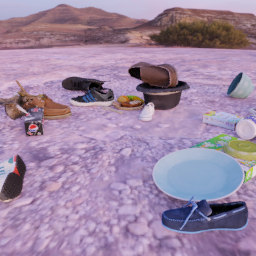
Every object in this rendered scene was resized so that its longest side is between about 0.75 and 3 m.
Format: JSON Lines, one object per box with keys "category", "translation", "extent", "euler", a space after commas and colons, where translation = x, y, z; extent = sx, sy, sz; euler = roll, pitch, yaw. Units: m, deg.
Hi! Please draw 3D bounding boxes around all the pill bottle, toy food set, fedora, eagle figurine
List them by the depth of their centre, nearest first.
{"category": "pill bottle", "translation": [4.394, -0.077, 9.878], "extent": [0.716, 0.716, 1.196], "euler": [19, 28, 41]}
{"category": "eagle figurine", "translation": [-4.446, -0.950, 10.675], "extent": [1.709, 1.297, 1.290], "euler": [-23, 10, 12]}
{"category": "fedora", "translation": [1.626, -1.513, 13.149], "extent": [2.521, 1.151, 2.521], "euler": [-3, 21, 1]}
{"category": "toy food set", "translation": [0.000, -1.232, 13.407], "extent": [1.550, 0.451, 2.245], "euler": [19, 27, 41]}

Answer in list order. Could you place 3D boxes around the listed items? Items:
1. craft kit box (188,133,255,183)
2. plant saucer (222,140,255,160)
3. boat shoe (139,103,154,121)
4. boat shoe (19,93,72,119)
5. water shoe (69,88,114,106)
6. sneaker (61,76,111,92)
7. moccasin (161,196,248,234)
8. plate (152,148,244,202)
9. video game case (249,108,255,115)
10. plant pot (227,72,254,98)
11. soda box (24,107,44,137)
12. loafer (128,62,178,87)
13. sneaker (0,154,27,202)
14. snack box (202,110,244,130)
{"category": "craft kit box", "translation": [3.001, 0.785, 8.071], "extent": [1.812, 0.445, 1.835], "euler": [-14, 24, -39]}
{"category": "plant saucer", "translation": [3.244, 0.571, 7.840], "extent": [1.133, 0.176, 1.133], "euler": [1, 21, 0]}
{"category": "boat shoe", "translation": [0.836, -0.733, 11.953], "extent": [0.537, 0.528, 1.514], "euler": [7, 21, 17]}
{"category": "boat shoe", "translation": [-3.762, -0.993, 12.050], "extent": [2.756, 0.937, 0.991], "euler": [5, 19, 12]}
{"category": "water shoe", "translation": [-1.759, -1.562, 13.691], "extent": [2.211, 0.872, 0.790], "euler": [0, 20, 1]}
{"category": "sneaker", "translation": [-2.447, -2.535, 16.356], "extent": [2.803, 0.842, 1.462], "euler": [-1, 15, -13]}
{"category": "moccasin", "translation": [1.489, 1.630, 5.503], "extent": [1.690, 0.576, 0.680], "euler": [-3, 21, -7]}
{"category": "plate", "translation": [1.651, 1.126, 6.723], "extent": [2.119, 0.271, 2.119], "euler": [-8, 27, 4]}
{"category": "video game case", "translation": [6.458, -0.575, 12.012], "extent": [1.801, 0.210, 1.638], "euler": [-4, 21, -9]}
{"category": "plant pot", "translation": [6.071, -2.150, 14.914], "extent": [0.926, 1.382, 1.382], "euler": [29, 22, -2]}
{"category": "soda box", "translation": [-3.535, -0.269, 10.649], "extent": [0.635, 0.568, 1.794], "euler": [-5, 20, -14]}
{"category": "loafer", "translation": [1.064, -2.382, 12.888], "extent": [1.044, 1.074, 2.942], "euler": [-21, 26, -32]}
{"category": "sneaker", "translation": [-2.989, 1.276, 6.714], "extent": [0.774, 0.583, 1.656], "euler": [-23, 26, 2]}
{"category": "snack box", "translation": [3.756, -0.337, 11.105], "extent": [1.320, 0.350, 0.939], "euler": [19, 29, 36]}
